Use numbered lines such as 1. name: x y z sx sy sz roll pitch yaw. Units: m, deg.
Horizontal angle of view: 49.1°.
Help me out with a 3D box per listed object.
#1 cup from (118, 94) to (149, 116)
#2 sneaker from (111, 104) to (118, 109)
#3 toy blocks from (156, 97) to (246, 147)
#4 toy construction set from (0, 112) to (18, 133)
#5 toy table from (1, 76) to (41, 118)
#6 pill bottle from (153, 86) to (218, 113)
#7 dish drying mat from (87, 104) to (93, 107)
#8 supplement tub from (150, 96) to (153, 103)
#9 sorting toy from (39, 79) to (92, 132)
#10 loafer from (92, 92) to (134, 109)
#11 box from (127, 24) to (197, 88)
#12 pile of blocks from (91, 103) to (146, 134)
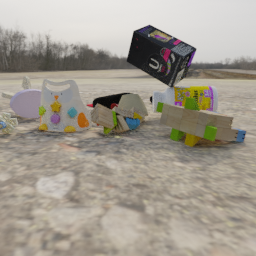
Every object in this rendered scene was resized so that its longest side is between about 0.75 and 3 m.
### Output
1. cup: 0.150 -0.950 12.247 1.406 1.005 1.406 -6 0 0
2. sneaker: -0.337 -0.998 14.746 1.130 0.443 0.653 26 17 36
3. toy blocks: 2.562 -0.198 9.502 1.995 1.458 2.918 6 9 -31
4. toy construction set: -4.845 -0.149 9.222 1.580 1.110 2.410 -22 1 12
5. toy table: -4.694 -1.318 13.030 1.238 1.944 2.115 29 5 33
6. pill bottle: 2.597 -1.204 13.027 2.850 1.486 1.486 0 13 2
7. dish drying mat: -2.087 -1.330 16.687 0.406 0.096 1.056 -9 16 -31
8. supplement tub: 1.867 -1.912 18.379 0.492 0.492 0.920 12 16 41
9. sorting toy: -2.594 -0.892 10.645 2.137 1.924 1.142 3 13 13
10. loafer: -0.651 -1.511 15.498 2.658 0.970 0.948 -2 13 -8
11. box: 1.462 -3.297 12.689 2.641 1.614 1.401 34 45 19
12. pile of blocks: -0.370 -0.174 10.523 2.720 1.116 0.845 -1 -34 -48
